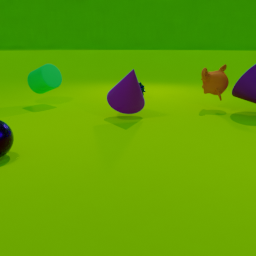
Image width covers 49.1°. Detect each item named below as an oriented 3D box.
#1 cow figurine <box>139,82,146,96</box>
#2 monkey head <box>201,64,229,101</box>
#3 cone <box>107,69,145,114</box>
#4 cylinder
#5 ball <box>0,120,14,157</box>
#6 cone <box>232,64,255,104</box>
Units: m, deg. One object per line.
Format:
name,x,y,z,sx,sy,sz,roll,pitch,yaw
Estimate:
cow figurine,0.111,-1.521,11.564,1.073,0.599,1.090,9,33,41
monkey head,2.972,-1.650,9.590,0.869,1.442,1.037,4,-24,28
cone,0.046,-1.275,8.373,1.227,1.232,1.227,7,49,-8
cylinder,-3.077,-1.803,10.356,0.908,0.908,0.908,-13,6,37
ball,-2.737,0.217,5.623,0.823,0.823,0.823,0,17,0
cone,4.430,-1.004,8.655,1.651,1.651,1.657,-12,57,-35
